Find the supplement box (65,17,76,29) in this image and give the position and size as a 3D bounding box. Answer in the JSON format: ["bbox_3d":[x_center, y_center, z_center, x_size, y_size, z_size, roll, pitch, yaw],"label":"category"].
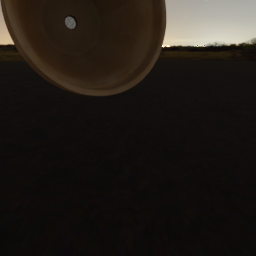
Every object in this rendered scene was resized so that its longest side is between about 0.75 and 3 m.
[{"bbox_3d":[-1.558,-3.490,9.872,2.965,1.532,1.500,33,0,6],"label":"supplement box"}]

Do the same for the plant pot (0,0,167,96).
[{"bbox_3d":[-0.806,-2.028,5.026,2.875,2.875,1.327,-10,13,-31],"label":"plant pot"}]
